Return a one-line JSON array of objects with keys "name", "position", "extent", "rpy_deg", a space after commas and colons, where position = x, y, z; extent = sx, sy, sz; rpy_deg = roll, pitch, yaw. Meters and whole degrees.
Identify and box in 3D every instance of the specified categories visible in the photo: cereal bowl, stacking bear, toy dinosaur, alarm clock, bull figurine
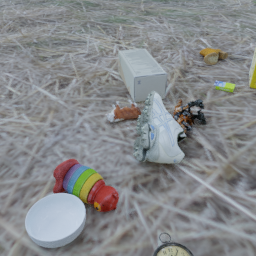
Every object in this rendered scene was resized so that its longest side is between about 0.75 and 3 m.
[{"name": "cereal bowl", "position": [-1.466, 1.964, 5.820], "extent": [1.207, 0.502, 1.207], "rpy_deg": [1, 35, 0]}, {"name": "stacking bear", "position": [-0.887, 1.390, 6.450], "extent": [1.485, 0.902, 0.845], "rpy_deg": [27, 38, 21]}, {"name": "toy dinosaur", "position": [1.893, -0.496, 9.178], "extent": [1.163, 0.875, 1.713], "rpy_deg": [-13, 56, 8]}, {"name": "alarm clock", "position": [0.816, 2.458, 5.220], "extent": [0.773, 0.381, 1.146], "rpy_deg": [-5, 37, -7]}, {"name": "bull figurine", "position": [-0.185, -0.553, 9.449], "extent": [1.241, 0.404, 0.753], "rpy_deg": [-4, 63, -17]}]

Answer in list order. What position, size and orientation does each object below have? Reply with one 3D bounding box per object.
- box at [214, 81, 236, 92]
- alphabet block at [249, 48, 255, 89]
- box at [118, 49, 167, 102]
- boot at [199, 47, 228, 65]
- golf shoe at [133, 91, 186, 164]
[{"name": "box", "position": [3.901, -1.685, 11.346], "extent": [0.786, 0.187, 0.479], "rpy_deg": [16, 38, 21]}, {"name": "alphabet block", "position": [5.870, -2.491, 11.388], "extent": [1.509, 1.501, 1.537], "rpy_deg": [10, 35, 17]}, {"name": "box", "position": [0.503, -2.202, 11.298], "extent": [1.318, 1.079, 2.775], "rpy_deg": [-7, 35, -10]}, {"name": "boot", "position": [3.955, -3.582, 13.831], "extent": [1.703, 0.599, 1.219], "rpy_deg": [-19, 33, -31]}, {"name": "golf shoe", "position": [0.997, 0.005, 8.419], "extent": [1.437, 1.157, 2.955], "rpy_deg": [16, 40, -6]}]
